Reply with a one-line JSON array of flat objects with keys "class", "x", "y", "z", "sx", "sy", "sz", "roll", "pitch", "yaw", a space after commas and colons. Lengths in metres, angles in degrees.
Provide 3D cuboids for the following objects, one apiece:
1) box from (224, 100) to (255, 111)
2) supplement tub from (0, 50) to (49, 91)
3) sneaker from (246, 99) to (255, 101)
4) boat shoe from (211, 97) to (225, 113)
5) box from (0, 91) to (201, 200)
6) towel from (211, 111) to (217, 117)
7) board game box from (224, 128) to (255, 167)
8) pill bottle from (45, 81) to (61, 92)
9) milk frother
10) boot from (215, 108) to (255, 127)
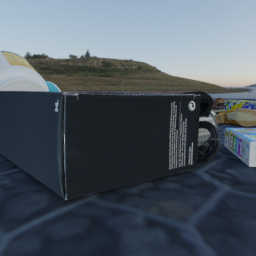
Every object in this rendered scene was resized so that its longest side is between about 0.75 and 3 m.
[{"class": "box", "x": 4.893, "y": -0.774, "z": 11.648, "sx": 0.681, "sy": 0.742, "sz": 2.118, "roll": -2, "pitch": 8, "yaw": -14}, {"class": "supplement tub", "x": -3.262, "y": -1.039, "z": 7.850, "sx": 1.773, "sy": 1.773, "sz": 2.451, "roll": -5, "pitch": 29, "yaw": -33}, {"class": "sneaker", "x": 5.780, "y": -0.906, "z": 12.553, "sx": 1.265, "sy": 0.839, "sz": 2.222, "roll": 2, "pitch": 2, "yaw": 16}, {"class": "boat shoe", "x": 4.787, "y": -1.232, "z": 14.906, "sx": 0.800, "sy": 0.799, "sz": 2.219, "roll": -1, "pitch": 8, "yaw": -7}, {"class": "box", "x": -0.706, "y": -0.033, "z": 4.435, "sx": 2.088, "sy": 1.167, "sz": 2.959, "roll": -2, "pitch": 7, "yaw": -38}, {"class": "towel", "x": 2.638, "y": -0.481, "z": 10.396, "sx": 1.299, "sy": 0.267, "sz": 1.742, "roll": 11, "pitch": 0, "yaw": 26}, {"class": "board game box", "x": 3.036, "y": 0.304, "z": 4.791, "sx": 2.344, "sy": 0.401, "sz": 1.576, "roll": 1, "pitch": 7, "yaw": 6}, {"class": "pill bottle", "x": -3.513, "y": -1.085, "z": 10.943, "sx": 1.550, "sy": 1.550, "sz": 2.799, "roll": 1, "pitch": 8, "yaw": 7}, {"class": "milk frother", "x": 1.233, "y": 0.114, "z": 5.072, "sx": 1.257, "sy": 1.207, "sz": 1.337, "roll": -7, "pitch": 53, "yaw": -39}, {"class": "boot", "x": 3.870, "y": -0.438, "z": 9.514, "sx": 1.693, "sy": 0.596, "sz": 1.212, "roll": -1, "pitch": 11, "yaw": 41}]
